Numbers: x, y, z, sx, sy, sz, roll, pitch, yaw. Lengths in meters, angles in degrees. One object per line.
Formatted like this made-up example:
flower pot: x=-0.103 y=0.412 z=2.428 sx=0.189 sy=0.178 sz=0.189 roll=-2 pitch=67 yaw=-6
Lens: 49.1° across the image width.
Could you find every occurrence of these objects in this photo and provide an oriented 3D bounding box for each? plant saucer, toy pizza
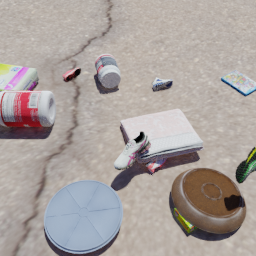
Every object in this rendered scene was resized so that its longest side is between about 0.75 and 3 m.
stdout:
plant saucer: x=2.647 y=2.139 z=9.005 sx=2.460 sy=0.424 sz=2.460 roll=6 pitch=42 yaw=-5
toy pizza: x=-1.364 y=2.706 z=8.738 sx=2.430 sy=0.385 sz=2.430 roll=-1 pitch=46 yaw=1

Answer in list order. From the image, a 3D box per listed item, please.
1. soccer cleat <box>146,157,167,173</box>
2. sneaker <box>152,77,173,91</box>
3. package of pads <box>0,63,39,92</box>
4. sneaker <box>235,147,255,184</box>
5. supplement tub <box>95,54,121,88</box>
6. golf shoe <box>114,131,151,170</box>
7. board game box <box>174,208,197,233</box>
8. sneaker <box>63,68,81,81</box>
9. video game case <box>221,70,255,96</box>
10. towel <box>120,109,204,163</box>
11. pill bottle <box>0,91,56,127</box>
soccer cleat: x=1.147 y=1.227 z=10.181 sx=1.116 sy=0.381 sz=0.408 roll=-27 pitch=81 yaw=-32
sneaker: x=1.567 y=-2.182 z=13.239 sx=1.032 sy=0.417 sz=0.596 roll=-17 pitch=51 yaw=-13
package of pads: x=-5.681 y=-2.066 z=12.837 sx=2.515 sy=0.858 sz=1.943 roll=9 pitch=47 yaw=10
sneaker: x=3.561 y=1.113 z=7.972 sx=0.531 sy=1.247 sz=0.487 roll=34 pitch=11 yaw=-10
supplement tub: x=-0.956 y=-2.714 z=13.292 sx=1.057 sy=1.057 sz=1.506 roll=-10 pitch=48 yaw=-9
golf shoe: x=0.070 y=0.737 z=9.377 sx=1.570 sy=0.723 sz=0.570 roll=-42 pitch=38 yaw=-23
board game box: x=2.281 y=2.575 z=8.875 sx=1.494 sy=0.356 sz=0.759 roll=-24 pitch=52 yaw=-21
sneaker: x=-2.774 y=-2.727 z=13.764 sx=0.455 sy=0.387 sz=1.049 roll=32 pitch=55 yaw=28
video game case: x=5.398 y=-2.179 z=13.426 sx=1.100 sy=0.137 sz=1.537 roll=-27 pitch=53 yaw=-23
towel: x=1.246 y=0.191 z=10.795 sx=2.615 sy=0.422 sz=2.498 roll=-11 pitch=38 yaw=-11
pill bottle: x=-4.329 y=-0.774 z=11.235 sx=2.581 sy=1.449 sz=1.449 roll=0 pitch=47 yaw=1
